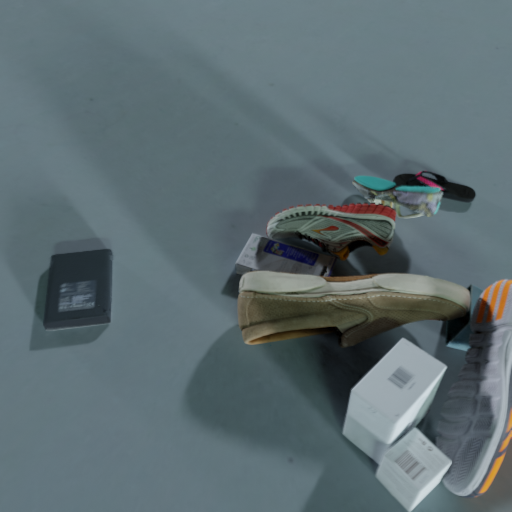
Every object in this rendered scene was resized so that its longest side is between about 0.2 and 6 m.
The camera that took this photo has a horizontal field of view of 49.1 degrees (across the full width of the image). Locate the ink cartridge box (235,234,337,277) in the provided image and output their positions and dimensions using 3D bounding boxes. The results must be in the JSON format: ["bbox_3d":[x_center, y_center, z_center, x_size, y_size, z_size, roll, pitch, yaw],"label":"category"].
[{"bbox_3d":[0.514,0.163,9.462,1.571,0.308,0.781,17,49,16],"label":"ink cartridge box"}]

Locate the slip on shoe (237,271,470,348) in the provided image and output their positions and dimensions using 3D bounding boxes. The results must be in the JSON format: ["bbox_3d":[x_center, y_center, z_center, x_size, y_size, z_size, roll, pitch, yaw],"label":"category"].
[{"bbox_3d":[1.397,0.866,8.298,3.384,1.287,1.025,4,71,3],"label":"slip on shoe"}]

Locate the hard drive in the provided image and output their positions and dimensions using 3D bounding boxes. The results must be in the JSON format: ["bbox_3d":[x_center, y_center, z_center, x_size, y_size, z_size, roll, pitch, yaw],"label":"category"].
[{"bbox_3d":[-2.891,0.515,9.190,1.015,0.239,1.454,-6,49,-6],"label":"hard drive"}]

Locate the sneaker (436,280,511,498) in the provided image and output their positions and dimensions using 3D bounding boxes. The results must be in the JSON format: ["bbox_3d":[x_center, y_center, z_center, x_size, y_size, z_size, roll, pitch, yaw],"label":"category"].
[{"bbox_3d":[3.532,1.896,7.366,1.646,1.140,2.938,28,75,-12],"label":"sneaker"}]

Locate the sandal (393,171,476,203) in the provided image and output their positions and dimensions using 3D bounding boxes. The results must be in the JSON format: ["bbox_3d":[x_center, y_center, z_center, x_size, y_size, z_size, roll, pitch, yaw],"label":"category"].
[{"bbox_3d":[3.447,-1.406,10.794,1.565,0.353,0.588,12,47,11],"label":"sandal"}]

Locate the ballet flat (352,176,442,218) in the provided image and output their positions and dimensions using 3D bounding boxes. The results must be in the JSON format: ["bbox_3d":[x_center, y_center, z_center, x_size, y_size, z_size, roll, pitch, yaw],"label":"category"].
[{"bbox_3d":[2.498,-1.034,10.218,0.667,0.667,1.854,-37,36,-28],"label":"ballet flat"}]

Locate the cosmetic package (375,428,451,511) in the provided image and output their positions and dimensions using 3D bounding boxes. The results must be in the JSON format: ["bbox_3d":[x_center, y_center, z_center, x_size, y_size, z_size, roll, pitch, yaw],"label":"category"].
[{"bbox_3d":[1.941,2.664,6.981,0.590,0.715,0.589,-31,55,-24],"label":"cosmetic package"}]

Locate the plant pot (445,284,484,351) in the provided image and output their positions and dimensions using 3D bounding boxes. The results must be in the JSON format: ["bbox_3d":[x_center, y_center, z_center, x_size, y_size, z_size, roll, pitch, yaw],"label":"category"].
[{"bbox_3d":[3.401,1.023,8.456,0.763,0.749,0.747,20,50,-1],"label":"plant pot"}]

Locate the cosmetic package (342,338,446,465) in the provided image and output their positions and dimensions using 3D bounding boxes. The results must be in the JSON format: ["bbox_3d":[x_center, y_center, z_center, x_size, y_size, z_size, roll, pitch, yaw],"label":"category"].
[{"bbox_3d":[1.779,1.903,7.318,0.697,1.134,1.131,34,54,31],"label":"cosmetic package"}]

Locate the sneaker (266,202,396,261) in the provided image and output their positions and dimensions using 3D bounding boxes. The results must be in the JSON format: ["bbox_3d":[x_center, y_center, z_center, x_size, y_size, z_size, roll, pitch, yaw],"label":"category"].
[{"bbox_3d":[1.223,-0.394,9.542,2.229,0.868,0.916,0,83,21],"label":"sneaker"}]
